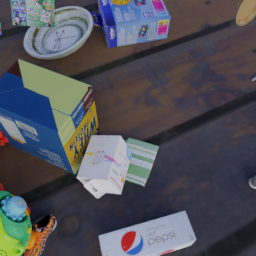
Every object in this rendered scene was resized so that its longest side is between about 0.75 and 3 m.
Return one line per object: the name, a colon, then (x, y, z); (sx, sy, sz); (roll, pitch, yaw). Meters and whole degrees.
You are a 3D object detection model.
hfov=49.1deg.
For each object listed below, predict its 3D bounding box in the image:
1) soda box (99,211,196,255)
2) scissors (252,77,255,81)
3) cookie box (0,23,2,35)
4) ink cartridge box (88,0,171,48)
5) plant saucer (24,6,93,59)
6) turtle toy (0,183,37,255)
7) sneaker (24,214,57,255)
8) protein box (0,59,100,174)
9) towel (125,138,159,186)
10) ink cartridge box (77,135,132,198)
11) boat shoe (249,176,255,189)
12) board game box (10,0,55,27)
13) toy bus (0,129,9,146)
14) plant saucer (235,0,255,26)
soda box: (0.448, 2.736, 6.802); (2.208, 0.703, 0.752); (-13, 59, -8)
scissors: (5.695, -2.327, 10.305); (1.066, 0.203, 2.914); (38, 63, 19)
cookie box: (-5.527, -4.055, 11.352); (0.674, 0.296, 0.788); (-15, 59, -9)
ink cartridge box: (-0.039, -4.336, 11.076); (2.934, 1.120, 2.002); (-12, 58, -5)
plant saucer: (-2.522, -3.442, 10.547); (2.740, 0.688, 2.740); (-8, 57, 12)
turtle toy: (-3.227, 2.097, 6.576); (2.841, 2.071, 1.436); (19, 37, 33)
sneaker: (-2.235, 2.644, 6.877); (0.465, 0.672, 1.199); (19, 59, 11)
protein box: (-2.216, -0.240, 7.729); (2.292, 2.309, 1.558); (22, 60, 13)
towel: (0.232, 0.971, 8.257); (1.023, 0.157, 1.342); (16, 58, 10)
ink cartridge box: (-0.617, 1.071, 7.560); (0.937, 0.962, 1.496); (-1, 56, 25)
boat shoe: (4.004, 1.511, 7.791); (1.149, 0.343, 0.410); (2, 58, 1)
board game box: (-3.123, -3.870, 9.142); (1.559, 1.049, 0.227); (9, 18, 18)
toy bus: (-4.426, 0.522, 7.957); (2.013, 1.423, 2.097); (-6, 59, -23)
plant saucer: (3.891, -3.956, 8.999); (1.296, 1.296, 0.229); (-29, 58, -17)
